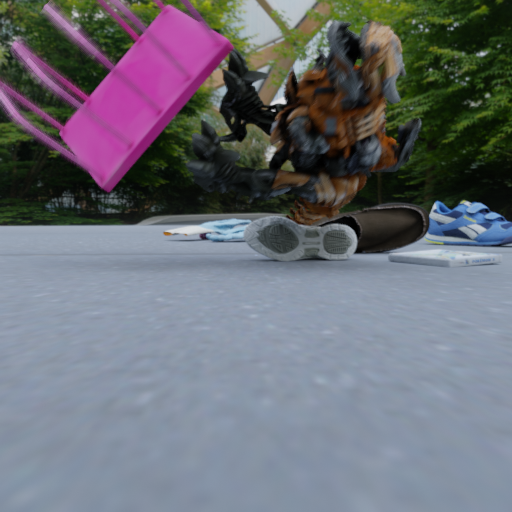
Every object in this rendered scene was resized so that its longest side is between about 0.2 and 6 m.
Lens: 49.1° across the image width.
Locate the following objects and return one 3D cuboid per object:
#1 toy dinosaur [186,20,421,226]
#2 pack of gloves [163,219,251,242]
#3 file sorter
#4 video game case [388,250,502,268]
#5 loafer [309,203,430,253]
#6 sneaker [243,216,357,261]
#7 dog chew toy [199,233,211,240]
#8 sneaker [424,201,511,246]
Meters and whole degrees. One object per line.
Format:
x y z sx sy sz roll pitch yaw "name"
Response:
0.621 -1.326 7.414 2.635 3.882 1.983 15 40 3 "toy dinosaur"
-0.735 -0.574 15.766 2.412 0.566 2.870 8 16 40 "pack of gloves"
-1.749 -2.242 6.463 1.546 2.224 1.395 45 5 39 "file sorter"
2.609 0.026 7.797 1.029 0.124 1.129 -4 7 -29 "video game case"
1.892 -0.389 9.844 2.376 0.867 0.848 -9 7 5 "loafer"
0.608 -0.190 8.502 1.684 0.656 0.837 8 -5 -9 "sneaker"
-1.526 -0.618 16.497 0.312 0.312 0.501 1 12 19 "dog chew toy"
4.999 -0.730 12.626 2.513 1.033 0.929 5 4 42 "sneaker"
